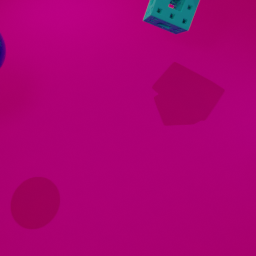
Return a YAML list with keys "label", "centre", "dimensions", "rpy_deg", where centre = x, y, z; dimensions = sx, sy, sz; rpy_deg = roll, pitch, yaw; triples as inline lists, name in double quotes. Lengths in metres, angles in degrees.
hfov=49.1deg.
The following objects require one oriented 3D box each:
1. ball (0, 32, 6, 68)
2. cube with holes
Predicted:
- label: "ball"
  centre: [-2.562, -1.313, 4.571]
  dimensions: [1.055, 1.055, 1.055]
  rpy_deg: [0, 54, 0]
- label: "cube with holes"
  centre: [1.006, -2.825, 6.495]
  dimensions: [0.917, 0.917, 0.917]
  rpy_deg: [18, 10, -12]
